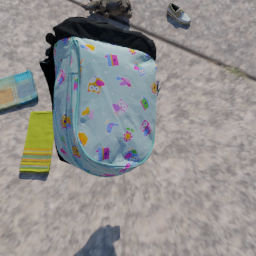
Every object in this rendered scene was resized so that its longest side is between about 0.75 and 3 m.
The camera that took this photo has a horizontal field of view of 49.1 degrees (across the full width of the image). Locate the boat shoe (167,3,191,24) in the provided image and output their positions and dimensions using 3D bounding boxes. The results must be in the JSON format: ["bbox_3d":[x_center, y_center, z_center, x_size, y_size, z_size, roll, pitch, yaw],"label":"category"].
[{"bbox_3d":[1.957,-4.395,10.759,1.104,0.378,0.413,39,70,17],"label":"boat shoe"}]

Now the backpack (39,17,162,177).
[{"bbox_3d":[-0.519,-0.523,5.632,2.453,1.860,2.939,6,84,-23],"label":"backpack"}]

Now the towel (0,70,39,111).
[{"bbox_3d":[-3.934,-1.215,9.307,1.734,0.188,1.272,-19,65,-9],"label":"towel"}]

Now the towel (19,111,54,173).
[{"bbox_3d":[-2.712,0.374,8.528,0.875,0.184,2.033,1,64,-1],"label":"towel"}]

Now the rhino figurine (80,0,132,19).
[{"bbox_3d":[-0.829,-4.633,10.735,2.050,0.613,0.897,4,48,3],"label":"rhino figurine"}]
